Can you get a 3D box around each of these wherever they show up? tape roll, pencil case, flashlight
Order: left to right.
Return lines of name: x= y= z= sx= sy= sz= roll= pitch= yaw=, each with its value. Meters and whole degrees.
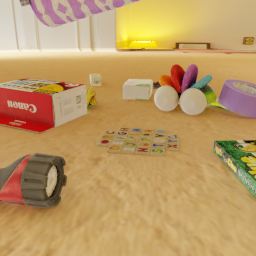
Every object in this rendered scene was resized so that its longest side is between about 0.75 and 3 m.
flashlight: x=-2.381 y=0.750 z=4.649 sx=2.608 sy=0.886 sz=0.883 roll=6 pitch=26 yaw=11
pencil case: x=-0.384 y=-2.547 z=4.611 sx=2.709 sy=1.158 sz=1.137 roll=-12 pitch=18 yaw=10
tape roll: x=3.998 y=-1.033 z=9.517 sx=1.673 sy=0.711 sz=1.673 roll=9 pitch=29 yaw=-5

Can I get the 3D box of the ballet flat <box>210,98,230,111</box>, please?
ballet flat: x=3.445 y=-0.919 z=10.287 sx=0.349 sy=0.351 sz=1.046 roll=-11 pitch=22 yaw=-29

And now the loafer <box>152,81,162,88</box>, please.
loafer: x=1.532 y=-2.205 z=14.031 sx=0.359 sy=0.314 sz=0.998 roll=12 pitch=23 yaw=31

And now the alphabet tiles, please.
alphabet tiles: x=0.289 y=0.303 z=7.207 sx=2.033 sy=0.064 sz=1.692 roll=3 pitch=20 yaw=9

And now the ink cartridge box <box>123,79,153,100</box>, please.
ink cartridge box: x=0.450 y=-1.677 z=11.989 sx=1.102 sy=0.664 sz=1.517 roll=4 pitch=21 yaw=8

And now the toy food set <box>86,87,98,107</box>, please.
toy food set: x=-1.333 y=-1.114 z=10.440 sx=0.412 sy=0.741 sz=1.260 roll=16 pitch=10 yaw=-18

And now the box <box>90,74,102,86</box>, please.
box: x=-1.712 y=-2.553 z=14.797 sx=0.566 sy=0.464 sz=1.193 roll=-3 pitch=19 yaw=-9

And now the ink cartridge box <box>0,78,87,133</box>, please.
ink cartridge box: x=-2.975 y=-0.830 z=8.939 sx=2.535 sy=1.063 sz=2.226 roll=10 pitch=22 yaw=25

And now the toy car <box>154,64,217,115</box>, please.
toy car: x=2.050 y=-1.451 z=9.894 sx=2.152 sy=1.614 sz=1.883 roll=11 pitch=21 yaw=29

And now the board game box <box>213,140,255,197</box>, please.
board game box: x=2.826 y=0.860 z=5.261 sx=1.482 sy=0.332 sz=2.829 roll=-3 pitch=19 yaw=-4
